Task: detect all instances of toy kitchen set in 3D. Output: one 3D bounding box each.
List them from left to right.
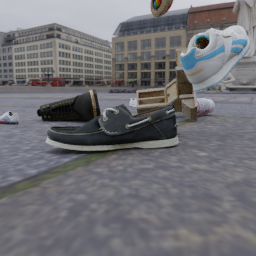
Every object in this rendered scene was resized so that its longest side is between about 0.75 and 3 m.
[{"bbox_3d":[1.321,-1.192,10.343,2.269,2.052,2.515,-5,-32,9],"label":"toy kitchen set"}]

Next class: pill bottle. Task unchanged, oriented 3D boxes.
[{"bbox_3d":[3.041,-0.891,11.826,1.278,0.725,0.725,-7,11,-38],"label":"pill bottle"}]

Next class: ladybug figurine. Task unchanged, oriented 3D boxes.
[{"bbox_3d":[1.140,-4.193,9.284,0.464,0.876,1.291,-11,-1,-19],"label":"ladybug figurine"}]

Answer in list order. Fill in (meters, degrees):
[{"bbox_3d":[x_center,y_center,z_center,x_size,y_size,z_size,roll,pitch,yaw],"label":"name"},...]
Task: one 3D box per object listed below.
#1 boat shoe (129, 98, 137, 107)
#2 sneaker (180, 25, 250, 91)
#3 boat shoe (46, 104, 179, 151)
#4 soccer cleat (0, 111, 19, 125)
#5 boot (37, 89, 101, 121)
[{"bbox_3d":[0.569,-1.514,16.478,0.639,0.568,1.738,-5,10,-31],"label":"boat shoe"},{"bbox_3d":[2.063,-1.887,6.483,0.930,0.982,2.432,-13,28,49],"label":"sneaker"},{"bbox_3d":[-0.270,-0.039,5.655,2.694,0.911,0.968,-4,11,-15],"label":"boat shoe"},{"bbox_3d":[-3.993,-0.357,9.281,0.982,0.424,0.343,4,9,26],"label":"soccer cleat"},{"bbox_3d":[-2.089,-0.610,9.607,1.921,1.076,2.778,-8,-3,-19],"label":"boot"}]
